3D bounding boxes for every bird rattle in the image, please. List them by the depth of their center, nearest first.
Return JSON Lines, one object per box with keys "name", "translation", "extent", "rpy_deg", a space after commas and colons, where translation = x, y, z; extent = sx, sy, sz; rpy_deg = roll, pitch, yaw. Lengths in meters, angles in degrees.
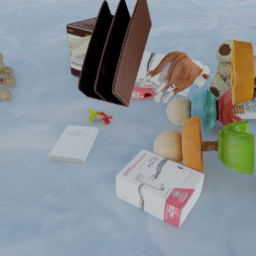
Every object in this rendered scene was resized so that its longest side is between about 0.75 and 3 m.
{"name": "bird rattle", "translation": [-0.796, -0.374, 8.192], "extent": [0.763, 0.430, 0.622], "rpy_deg": [5, 18, 2]}

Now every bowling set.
{"name": "bowling set", "translation": [-4.680, -2.106, 9.525], "extent": [1.450, 1.879, 2.700], "rpy_deg": [-13, 40, -21]}

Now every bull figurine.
{"name": "bull figurine", "translation": [0.880, -0.895, 4.963], "extent": [0.542, 1.010, 1.663], "rpy_deg": [55, 20, 19]}

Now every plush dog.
{"name": "plush dog", "translation": [3.395, -1.681, 8.207], "extent": [1.524, 1.775, 1.424], "rpy_deg": [20, 32, 27]}

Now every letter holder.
{"name": "letter holder", "translation": [-0.215, -1.127, 3.974], "extent": [0.703, 1.398, 0.993], "rpy_deg": [15, -4, 11]}

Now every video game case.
{"name": "video game case", "translation": [3.672, -1.040, 8.589], "extent": [2.167, 0.257, 1.973], "rpy_deg": [1, 46, 18]}

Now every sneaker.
{"name": "sneaker", "translation": [0.334, -1.163, 9.288], "extent": [1.187, 0.437, 0.515], "rpy_deg": [-7, 36, -10]}

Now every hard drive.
{"name": "hard drive", "translation": [-1.358, 0.388, 7.214], "extent": [0.884, 0.179, 1.341], "rpy_deg": [6, 34, 8]}

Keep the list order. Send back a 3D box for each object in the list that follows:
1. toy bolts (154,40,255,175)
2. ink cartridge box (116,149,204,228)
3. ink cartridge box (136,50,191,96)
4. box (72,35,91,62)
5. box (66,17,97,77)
{"name": "toy bolts", "translation": [1.763, -0.529, 6.719], "extent": [2.065, 2.844, 2.977], "rpy_deg": [-1, 14, 18]}
{"name": "ink cartridge box", "translation": [0.623, 1.162, 5.671], "extent": [1.473, 0.610, 1.079], "rpy_deg": [21, 39, 28]}
{"name": "ink cartridge box", "translation": [0.919, -1.872, 9.306], "extent": [2.199, 0.927, 1.606], "rpy_deg": [22, 5, 29]}
{"name": "box", "translation": [-0.727, -1.868, 6.466], "extent": [1.062, 0.413, 0.504], "rpy_deg": [-5, -8, 27]}
{"name": "box", "translation": [-0.786, -3.052, 10.717], "extent": [1.947, 1.967, 2.371], "rpy_deg": [24, 41, 31]}
